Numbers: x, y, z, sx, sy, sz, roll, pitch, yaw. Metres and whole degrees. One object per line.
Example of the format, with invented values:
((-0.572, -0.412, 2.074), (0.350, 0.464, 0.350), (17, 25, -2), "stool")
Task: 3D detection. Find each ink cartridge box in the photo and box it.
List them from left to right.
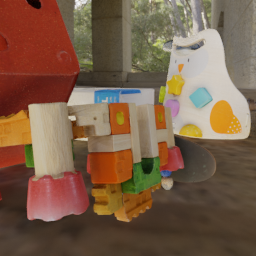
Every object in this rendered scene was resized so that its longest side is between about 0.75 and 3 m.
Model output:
((-0.913, -0.409, 6.771), (2.628, 1.108, 1.919), (5, 11, 25), "ink cartridge box")

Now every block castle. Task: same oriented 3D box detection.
((-0.417, 0.350, 2.876), (1.447, 1.016, 2.165), (-7, -2, 32), "block castle")

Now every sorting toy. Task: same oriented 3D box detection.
((1.558, -1.114, 7.001), (1.440, 2.427, 2.696), (-4, 10, -25), "sorting toy")

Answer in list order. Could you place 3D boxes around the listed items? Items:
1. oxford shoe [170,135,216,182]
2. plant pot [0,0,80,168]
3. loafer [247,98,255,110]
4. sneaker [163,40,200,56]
((0.578, 0.360, 4.011), (0.590, 0.590, 1.654), (0, 6, -42), "oxford shoe")
((-2.021, -0.846, 3.110), (2.194, 2.488, 2.490), (-28, -10, 40), "plant pot")
((5.364, -0.962, 12.114), (0.488, 0.502, 1.374), (16, 20, 22), "loafer")
((2.030, -3.000, 10.861), (1.452, 0.541, 0.632), (5, -28, -9), "sneaker")
